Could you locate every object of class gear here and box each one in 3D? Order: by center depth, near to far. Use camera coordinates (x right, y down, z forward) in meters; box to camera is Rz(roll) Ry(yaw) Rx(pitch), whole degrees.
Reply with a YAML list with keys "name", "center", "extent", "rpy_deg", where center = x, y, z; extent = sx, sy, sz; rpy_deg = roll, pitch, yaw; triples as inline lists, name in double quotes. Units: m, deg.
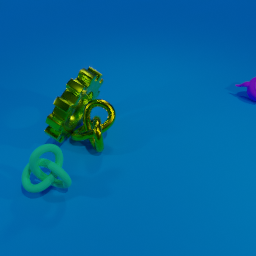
- name: "gear"
  center: [-1.317, -0.569, 7.047]
  extent: [0.369, 1.993, 1.993]
  rpy_deg: [33, 44, 3]

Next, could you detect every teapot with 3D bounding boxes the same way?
- name: "teapot"
  center: [4.123, -1.221, 8.935]
  extent: [1.308, 0.641, 0.813]
  rpy_deg: [20, 74, 0]

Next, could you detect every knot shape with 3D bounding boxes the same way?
- name: "knot shape"
  center: [-1.629, 0.937, 5.834]
  extent: [1.011, 1.080, 0.499]
  rpy_deg: [34, 12, -7]
- name: "knot shape"
  center: [-0.838, -0.126, 7.191]
  extent: [0.631, 1.278, 1.366]
  rpy_deg: [25, -1, -40]
